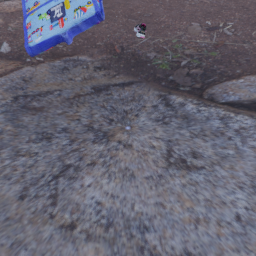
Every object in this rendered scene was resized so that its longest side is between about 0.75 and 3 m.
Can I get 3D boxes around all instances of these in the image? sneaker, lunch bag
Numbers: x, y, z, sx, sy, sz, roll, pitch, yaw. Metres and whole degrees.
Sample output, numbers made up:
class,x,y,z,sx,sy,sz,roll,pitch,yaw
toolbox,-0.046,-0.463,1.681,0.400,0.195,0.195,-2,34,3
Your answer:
class,x,y,z,sx,sy,sz,roll,pitch,yaw
sneaker,0.453,-3.194,9.005,0.361,0.388,0.899,13,34,-20
lunch bag,-1.858,-3.241,8.191,2.255,1.409,2.996,-23,47,9
